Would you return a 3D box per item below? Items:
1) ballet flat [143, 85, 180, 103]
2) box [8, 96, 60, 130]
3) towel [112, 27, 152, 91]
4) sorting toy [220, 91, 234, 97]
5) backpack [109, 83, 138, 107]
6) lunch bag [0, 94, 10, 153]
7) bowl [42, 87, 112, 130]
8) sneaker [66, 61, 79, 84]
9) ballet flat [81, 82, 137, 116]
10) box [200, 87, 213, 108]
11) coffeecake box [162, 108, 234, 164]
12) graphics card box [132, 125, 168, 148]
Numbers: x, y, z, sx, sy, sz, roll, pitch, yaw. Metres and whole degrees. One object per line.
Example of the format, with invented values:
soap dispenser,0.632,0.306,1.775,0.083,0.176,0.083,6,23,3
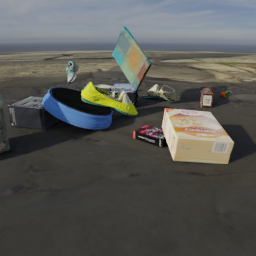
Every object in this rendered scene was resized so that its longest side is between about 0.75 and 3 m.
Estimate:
ballet flat,1.937,-2.042,16.038,2.349,0.884,0.797,13,16,32
box,-3.958,-0.677,12.126,1.628,1.011,1.641,5,21,13
towel,0.100,-3.286,13.316,0.276,1.863,2.540,-15,63,-31
sorting toy,6.044,-2.019,16.965,1.018,0.353,0.351,-15,48,-31
backpack,-0.177,-1.848,15.156,1.576,1.162,1.727,3,19,9
lunch bag,-5.111,-0.283,8.706,1.550,2.636,2.162,13,23,32
bowl,-2.052,-0.913,11.875,3.006,0.590,3.006,21,19,-7
sneaker,-3.072,-2.951,14.829,0.542,0.603,1.396,-20,49,32
ballet flat,-0.626,-1.310,12.459,2.971,0.996,0.993,15,22,-32
box,4.246,-1.690,15.211,0.600,0.802,1.602,5,20,12
coffeecake box,2.215,0.201,9.431,1.751,0.834,2.282,4,26,-5
graphics card box,0.969,0.288,10.468,1.401,0.356,0.879,19,26,39
